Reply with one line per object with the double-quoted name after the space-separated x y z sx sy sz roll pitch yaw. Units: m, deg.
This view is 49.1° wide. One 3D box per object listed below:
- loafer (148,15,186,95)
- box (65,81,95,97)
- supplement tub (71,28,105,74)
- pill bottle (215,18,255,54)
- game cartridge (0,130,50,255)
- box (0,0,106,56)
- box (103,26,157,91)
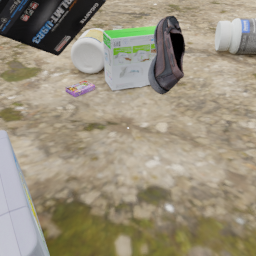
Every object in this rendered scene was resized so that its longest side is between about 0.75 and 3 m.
1.046 -1.789 6.354 0.742 0.847 2.355 -24 42 42 "loafer"
-1.770 -1.470 10.394 0.917 0.179 0.627 -28 44 -34 "box"
-1.487 -3.359 11.979 1.483 1.483 2.050 4 34 5 "supplement tub"
5.691 -4.333 13.255 2.848 1.620 1.620 2 35 5 "pill bottle"
-1.898 1.359 4.763 0.595 1.960 2.940 -22 41 -19 "game cartridge"
-2.047 -2.960 6.947 2.199 2.216 0.550 11 51 -51 "box"
0.303 -2.610 10.464 2.236 1.973 1.081 -13 37 -16 "box"
